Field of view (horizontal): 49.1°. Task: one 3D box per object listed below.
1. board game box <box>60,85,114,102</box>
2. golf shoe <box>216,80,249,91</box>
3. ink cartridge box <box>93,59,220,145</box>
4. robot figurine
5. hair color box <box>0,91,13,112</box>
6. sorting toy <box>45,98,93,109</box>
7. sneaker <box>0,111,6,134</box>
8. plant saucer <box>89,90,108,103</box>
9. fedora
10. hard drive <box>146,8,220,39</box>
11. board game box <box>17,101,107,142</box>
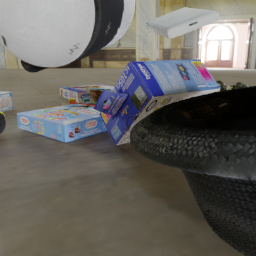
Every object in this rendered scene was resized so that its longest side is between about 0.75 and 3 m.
[{"bbox_3d":[-1.667,-1.617,12.751,2.233,0.461,2.238,-9,17,-32],"label":"board game box"},{"bbox_3d":[3.164,-0.703,8.585,1.308,1.146,2.969,25,9,-9],"label":"golf shoe"},{"bbox_3d":[0.518,-0.548,5.936,2.442,1.666,0.932,-13,63,-38],"label":"ink cartridge box"},{"bbox_3d":[-0.997,-2.138,4.758,1.832,2.206,2.936,3,28,23],"label":"robot figurine"},{"bbox_3d":[-5.218,-0.914,9.612,2.147,0.650,1.074,4,15,14],"label":"hair color box"},{"bbox_3d":[-1.709,-0.862,10.065,2.437,0.332,1.372,-5,15,-18],"label":"sorting toy"},{"bbox_3d":[-4.136,-0.159,6.578,2.428,0.897,0.983,3,6,-17],"label":"sneaker"},{"bbox_3d":[-0.478,-0.874,9.400,1.803,0.310,1.803,18,13,-4],"label":"plant saucer"},{"bbox_3d":[1.435,0.359,2.772,2.987,1.364,2.987,-10,11,2],"label":"fedora"},{"bbox_3d":[0.911,-1.925,5.058,0.894,0.181,1.356,-22,27,-2],"label":"hard drive"},{"bbox_3d":[-1.261,-0.265,7.457,1.926,0.466,2.546,12,19,37],"label":"board game box"}]
